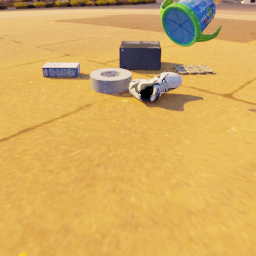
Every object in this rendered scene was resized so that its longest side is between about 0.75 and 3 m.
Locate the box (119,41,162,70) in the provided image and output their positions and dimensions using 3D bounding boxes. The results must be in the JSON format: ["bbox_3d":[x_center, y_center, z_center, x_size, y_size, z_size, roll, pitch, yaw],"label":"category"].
[{"bbox_3d":[0.649,-3.892,14.849,2.152,1.120,1.959,2,27,3],"label":"box"}]

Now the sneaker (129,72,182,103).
[{"bbox_3d":[1.175,-1.467,10.601,2.131,0.851,1.387,-5,30,-9],"label":"sneaker"}]

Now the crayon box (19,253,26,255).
[{"bbox_3d":[-1.777,2.340,4.063,0.846,0.247,0.730,-19,32,-32],"label":"crayon box"}]

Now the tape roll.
[{"bbox_3d":[-0.721,-2.038,11.946,1.772,0.585,1.772,0,27,0],"label":"tape roll"}]

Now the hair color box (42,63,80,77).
[{"bbox_3d":[-3.186,-2.795,13.456,1.641,0.497,0.821,1,28,2],"label":"hair color box"}]

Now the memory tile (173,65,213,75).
[{"bbox_3d":[3.274,-2.969,14.163,1.781,0.149,1.365,-2,28,-5],"label":"memory tile"}]

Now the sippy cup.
[{"bbox_3d":[2.229,-3.899,9.806,1.488,2.030,1.594,-43,15,-20],"label":"sippy cup"}]
